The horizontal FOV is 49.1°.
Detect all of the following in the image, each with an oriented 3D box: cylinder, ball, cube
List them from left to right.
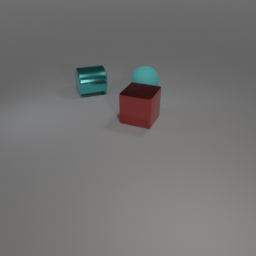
[{"bbox_3d":[-1.915,-2.465,14.457,1.400,1.400,1.400,-10,32,-17],"label":"cylinder"},{"bbox_3d":[0.529,-1.004,12.032,1.400,1.400,1.400,12,33,19],"label":"cube"},{"bbox_3d":[0.865,-2.435,14.284,1.400,1.400,1.400,0,31,0],"label":"ball"}]
